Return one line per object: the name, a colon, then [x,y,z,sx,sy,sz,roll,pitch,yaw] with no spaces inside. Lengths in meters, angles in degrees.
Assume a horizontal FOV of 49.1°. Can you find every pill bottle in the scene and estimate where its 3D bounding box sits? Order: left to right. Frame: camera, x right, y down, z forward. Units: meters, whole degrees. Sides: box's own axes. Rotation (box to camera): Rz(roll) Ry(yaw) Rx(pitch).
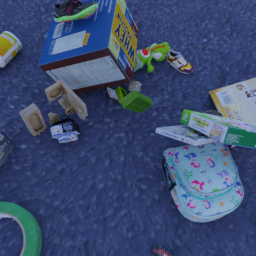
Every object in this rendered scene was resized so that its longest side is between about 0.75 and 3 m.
pill bottle: [-4.967,-2.930,10.904,0.874,0.874,1.574,26,66,12]

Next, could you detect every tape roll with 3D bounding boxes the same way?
tape roll: [-3.713,3.352,7.967,2.378,0.572,2.378,0,64,0]

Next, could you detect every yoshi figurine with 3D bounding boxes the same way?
yoshi figurine: [0.795,-2.757,10.987,1.786,1.004,1.000,-20,24,5]

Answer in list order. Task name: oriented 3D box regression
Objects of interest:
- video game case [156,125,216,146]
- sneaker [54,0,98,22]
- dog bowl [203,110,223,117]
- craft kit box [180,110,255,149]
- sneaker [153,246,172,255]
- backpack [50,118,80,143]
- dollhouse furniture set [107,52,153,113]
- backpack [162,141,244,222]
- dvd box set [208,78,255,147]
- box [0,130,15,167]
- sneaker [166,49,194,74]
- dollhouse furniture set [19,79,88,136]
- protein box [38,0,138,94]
video game case: [1.708,0.179,7.832,1.300,1.426,0.157,19,107,41]
sneaker: [-1.740,-3.815,8.898,1.694,0.710,0.650,0,21,27]
dog bowl: [2.821,-0.004,9.518,1.160,0.340,1.160,-9,70,26]
craft kit box: [2.866,0.052,7.814,2.071,2.045,0.502,9,100,-23]
sneaker: [1.083,3.819,7.830,1.106,0.391,0.540,40,68,16]
backpack: [-2.127,0.133,9.440,0.906,0.951,0.733,-6,77,1]
dollhouse furniture set: [-0.140,-1.815,9.949,1.354,1.046,2.710,-35,61,26]
backpack: [2.236,1.528,8.304,2.055,1.743,2.315,-12,68,-7]
dvd box set: [4.625,-0.737,9.817,2.980,0.438,2.180,-17,65,1]
box: [-4.334,0.864,8.859,0.380,1.175,1.490,22,65,11]
sneaker: [2.026,-2.592,10.910,1.252,0.564,0.469,33,68,15]
dollhouse furniture set: [-2.354,-0.292,9.187,1.654,1.573,1.347,-38,67,-21]
protein box: [-1.264,-2.911,9.849,2.655,1.791,2.636,-7,60,23]
